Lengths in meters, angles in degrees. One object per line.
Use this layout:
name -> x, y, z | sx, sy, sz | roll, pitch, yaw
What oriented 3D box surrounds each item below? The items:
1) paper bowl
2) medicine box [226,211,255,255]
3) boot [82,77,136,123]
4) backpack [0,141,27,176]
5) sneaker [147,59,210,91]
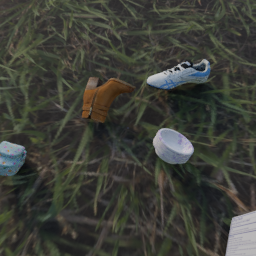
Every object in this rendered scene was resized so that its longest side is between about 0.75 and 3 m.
paper bowl -> 1.162, 0.540, 7.491 | 1.066, 0.554, 1.066 | 22, 29, -13
medicine box -> 2.714, 2.580, 5.577 | 0.853, 1.510, 1.657 | 25, 60, -1
boot -> -0.640, -0.803, 8.345 | 1.696, 0.650, 1.317 | 10, 86, 23
backpack -> -3.167, 0.812, 7.374 | 0.780, 0.681, 0.888 | 19, 33, -6
sneaker -> 1.650, -1.776, 9.177 | 2.268, 0.822, 0.815 | -14, 37, -17
